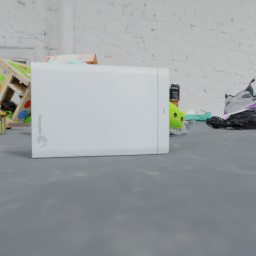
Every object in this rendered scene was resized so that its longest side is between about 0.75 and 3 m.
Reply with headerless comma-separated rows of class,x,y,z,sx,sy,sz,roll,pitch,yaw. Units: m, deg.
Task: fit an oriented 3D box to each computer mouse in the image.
computer mouse,3.902,-0.220,9.051,2.387,0.629,1.653,-13,9,-20

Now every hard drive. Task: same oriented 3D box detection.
hard drive,-0.244,-0.168,2.734,1.326,0.874,0.177,-1,2,-13

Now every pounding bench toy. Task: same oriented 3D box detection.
pounding bench toy,-4.284,-1.043,11.785,2.991,2.333,1.858,36,13,16

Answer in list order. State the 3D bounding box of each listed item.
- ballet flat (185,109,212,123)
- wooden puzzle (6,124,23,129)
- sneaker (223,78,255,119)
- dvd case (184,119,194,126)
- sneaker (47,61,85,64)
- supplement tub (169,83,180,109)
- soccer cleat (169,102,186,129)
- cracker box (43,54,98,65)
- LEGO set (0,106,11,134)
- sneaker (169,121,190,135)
ballet flat,4.414,-0.794,18.345,2.569,0.904,0.865,-1,-5,-23
wooden puzzle,-4.449,-0.039,8.665,2.325,0.163,1.379,2,3,36
sneaker,5.035,-0.983,10.802,2.680,1.875,1.042,1,2,28
dvd case,1.046,-0.212,11.414,2.823,0.311,2.061,-1,2,-44
sneaker,-0.718,-0.749,5.542,1.671,0.929,2.389,4,10,-34
supplement tub,2.127,-1.280,15.086,1.318,2.151,1.318,1,2,0
soccer cleat,0.084,-0.206,6.113,1.099,0.915,2.711,22,-10,-28
cracker box,-2.194,-2.200,11.230,2.062,1.381,0.595,-1,46,7
LEGO set,-3.925,-0.582,5.981,2.498,1.447,1.921,-2,3,-37
sneaker,1.017,0.014,6.197,0.396,0.361,0.966,-16,-15,36
